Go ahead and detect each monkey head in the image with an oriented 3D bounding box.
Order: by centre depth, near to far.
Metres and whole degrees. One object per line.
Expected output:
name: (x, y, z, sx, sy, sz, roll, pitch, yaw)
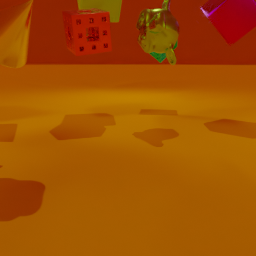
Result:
monkey head: (0.920, -2.621, 7.385, 1.127, 1.870, 1.346, -8, 5, -21)

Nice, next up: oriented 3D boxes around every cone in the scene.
cone: (-3.009, -2.797, 7.473, 1.687, 1.681, 1.681, -37, -3, 26)

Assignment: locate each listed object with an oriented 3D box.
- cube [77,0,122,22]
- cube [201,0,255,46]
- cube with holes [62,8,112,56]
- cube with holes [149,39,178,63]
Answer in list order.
cube: (-1.001, -4.615, 9.602, 1.353, 1.353, 1.353, -5, 59, -13)
cube: (3.111, -3.459, 8.416, 1.210, 1.210, 1.210, -38, 24, 25)
cube with holes: (-1.167, -2.758, 7.971, 1.050, 1.050, 1.050, -14, 32, -20)
cube with holes: (1.178, -3.216, 10.365, 0.930, 0.930, 0.930, 44, -5, 15)
